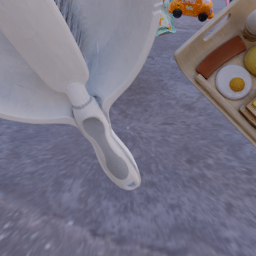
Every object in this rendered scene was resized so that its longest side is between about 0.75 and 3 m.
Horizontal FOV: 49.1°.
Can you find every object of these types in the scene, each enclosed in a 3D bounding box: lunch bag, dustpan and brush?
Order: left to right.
[{"bbox_3d":[-0.423,-0.422,1.890,1.830,2.622,0.750,-22,48,6],"label":"dustpan and brush"},{"bbox_3d":[-0.073,-4.081,8.353,2.493,2.927,1.785,5,25,37],"label":"lunch bag"}]

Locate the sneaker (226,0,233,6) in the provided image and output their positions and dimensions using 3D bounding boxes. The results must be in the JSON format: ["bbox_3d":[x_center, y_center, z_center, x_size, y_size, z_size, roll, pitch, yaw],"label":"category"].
[{"bbox_3d":[2.909,-2.894,5.995,2.061,0.814,0.983,-40,29,-26],"label":"sneaker"}]

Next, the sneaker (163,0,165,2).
[{"bbox_3d":[0.491,-3.436,5.935,0.667,1.729,0.631,36,82,33],"label":"sneaker"}]

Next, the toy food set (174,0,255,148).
[{"bbox_3d":[1.960,-0.769,3.909,1.578,0.664,2.199,-41,78,2],"label":"toy food set"}]

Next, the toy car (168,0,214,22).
[{"bbox_3d":[1.219,-2.725,6.387,1.181,0.801,2.408,24,46,20],"label":"toy car"}]
